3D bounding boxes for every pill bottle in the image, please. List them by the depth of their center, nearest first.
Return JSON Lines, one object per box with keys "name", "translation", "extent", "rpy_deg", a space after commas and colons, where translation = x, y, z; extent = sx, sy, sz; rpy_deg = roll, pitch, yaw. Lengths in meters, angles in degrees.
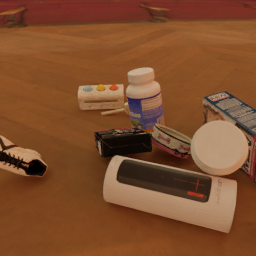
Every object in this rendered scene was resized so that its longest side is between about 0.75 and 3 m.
{"name": "pill bottle", "translation": [1.846, 0.446, 5.716], "extent": [1.068, 1.068, 1.836], "rpy_deg": [12, -6, 19]}
{"name": "pill bottle", "translation": [0.483, -0.789, 8.161], "extent": [1.000, 1.784, 1.000], "rpy_deg": [-9, 25, 4]}

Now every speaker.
{"name": "speaker", "translation": [0.819, 1.269, 5.575], "extent": [2.487, 1.010, 1.010], "rpy_deg": [11, 32, 16]}

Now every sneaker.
{"name": "sneaker", "translation": [-2.543, 0.630, 6.128], "extent": [1.795, 0.662, 0.718], "rpy_deg": [24, -2, -44]}

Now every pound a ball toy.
{"name": "pound a ball toy", "translation": [-0.780, -1.025, 9.596], "extent": [1.813, 0.770, 1.182], "rpy_deg": [-2, 38, 0]}

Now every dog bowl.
{"name": "dog bowl", "translation": [1.147, 0.344, 7.197], "extent": [1.225, 0.451, 1.225], "rpy_deg": [24, 10, -5]}

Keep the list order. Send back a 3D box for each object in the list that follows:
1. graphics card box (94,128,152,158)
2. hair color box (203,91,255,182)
{"name": "graphics card box", "translation": [-0.193, 0.314, 7.035], "extent": [1.177, 0.477, 1.876], "rpy_deg": [-6, 4, -11]}
{"name": "hair color box", "translation": [2.886, 0.180, 7.060], "extent": [0.782, 1.293, 2.585], "rpy_deg": [-17, 33, -11]}
